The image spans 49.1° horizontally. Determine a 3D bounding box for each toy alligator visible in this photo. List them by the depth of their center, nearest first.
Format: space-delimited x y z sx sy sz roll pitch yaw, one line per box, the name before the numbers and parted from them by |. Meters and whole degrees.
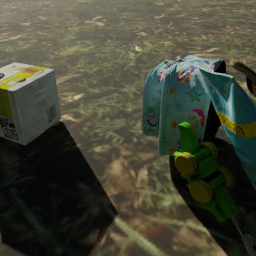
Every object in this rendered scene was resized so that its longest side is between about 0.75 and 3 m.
toy alligator | 1.349 1.050 4.707 0.709 0.649 2.392 -22 80 -34

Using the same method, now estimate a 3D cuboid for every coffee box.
coffee box | -2.832 -0.702 7.280 1.460 1.477 1.475 15 35 22

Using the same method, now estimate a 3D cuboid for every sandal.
sandal | 3.852 -1.294 8.471 2.206 0.596 0.886 31 22 -14

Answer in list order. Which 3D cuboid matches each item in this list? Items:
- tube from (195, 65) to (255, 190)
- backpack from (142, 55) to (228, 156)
tube | 2.017 0.282 4.397 0.754 2.991 1.158 -38 22 -1
backpack | 1.277 -0.467 6.179 1.820 2.146 2.418 9 26 14
